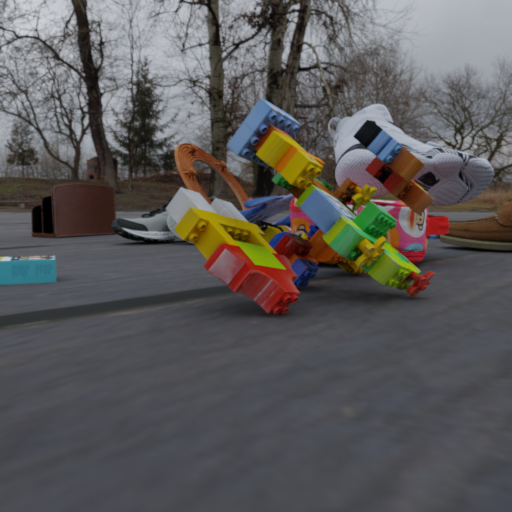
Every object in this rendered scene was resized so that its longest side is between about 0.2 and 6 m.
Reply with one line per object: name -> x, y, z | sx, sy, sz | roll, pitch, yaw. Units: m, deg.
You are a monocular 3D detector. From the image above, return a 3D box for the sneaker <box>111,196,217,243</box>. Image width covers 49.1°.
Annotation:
sneaker -> -2.055, -0.881, 13.278 | 2.854, 1.132, 1.055 | -7, 7, -35

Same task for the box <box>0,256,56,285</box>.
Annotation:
box -> -3.101, 0.180, 6.850 | 1.232, 0.303, 0.507 | -2, 6, -20

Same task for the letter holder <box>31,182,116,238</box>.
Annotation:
letter holder -> -5.080, -1.302, 15.688 | 1.053, 1.488, 2.094 | 4, 7, 35

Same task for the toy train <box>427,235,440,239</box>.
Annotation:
toy train -> 4.539, -0.546, 14.487 | 0.557, 0.241, 0.318 | -1, 12, -13

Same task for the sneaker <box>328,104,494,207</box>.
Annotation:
sneaker -> 2.557, -1.766, 9.506 | 2.817, 1.058, 1.619 | 2, 48, -14

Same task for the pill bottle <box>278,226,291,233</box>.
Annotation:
pill bottle -> 0.477, -0.389, 11.629 | 0.472, 0.472, 0.850 | 3, 6, 31

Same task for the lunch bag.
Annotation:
lunch bag -> 1.907, -0.484, 9.268 | 2.421, 1.126, 2.749 | 2, 6, 17

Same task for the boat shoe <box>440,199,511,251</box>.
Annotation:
boat shoe -> 5.246, -0.645, 10.791 | 3.376, 1.148, 1.215 | 5, 8, 40

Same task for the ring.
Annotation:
ring -> -0.879, -1.696, 14.209 | 0.292, 3.042, 3.042 | -37, -8, 20

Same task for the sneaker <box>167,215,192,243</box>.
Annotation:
sneaker -> -1.010, -0.600, 12.617 | 1.964, 0.726, 0.805 | 15, 9, 12

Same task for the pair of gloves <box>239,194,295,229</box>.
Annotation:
pair of gloves -> 0.570, -0.835, 11.830 | 1.793, 0.254, 2.231 | -20, -21, 22

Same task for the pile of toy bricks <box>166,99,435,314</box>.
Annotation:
pile of toy bricks -> 1.045, -0.238, 5.931 | 1.788, 2.009, 3.622 | 49, 20, 27
